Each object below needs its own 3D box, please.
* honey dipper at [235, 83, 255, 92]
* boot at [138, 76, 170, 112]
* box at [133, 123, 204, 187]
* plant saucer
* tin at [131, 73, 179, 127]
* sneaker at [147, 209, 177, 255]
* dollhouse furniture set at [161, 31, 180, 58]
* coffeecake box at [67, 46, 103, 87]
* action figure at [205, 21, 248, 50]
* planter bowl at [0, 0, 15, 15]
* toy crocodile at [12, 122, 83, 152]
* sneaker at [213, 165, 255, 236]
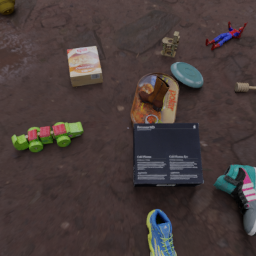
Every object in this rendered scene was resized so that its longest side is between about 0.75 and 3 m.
[{"bbox_3d":[5.253,-1.557,11.139,1.941,0.369,0.369,4,56,-2],"label":"honey dipper"},{"bbox_3d":[0.878,-1.309,9.841,0.410,1.197,1.127,-25,57,-28],"label":"boot"},{"bbox_3d":[1.178,0.863,8.745,2.032,1.058,1.850,0,73,0],"label":"box"},{"bbox_3d":[2.419,-2.189,11.253,1.487,0.204,1.487,16,44,-16],"label":"plant saucer"},{"bbox_3d":[1.036,-0.885,10.531,1.621,0.606,2.894,8,56,10],"label":"tin"},{"bbox_3d":[0.907,3.078,7.549,0.711,0.986,1.877,-12,56,-8],"label":"sneaker"},{"bbox_3d":[1.878,-3.900,12.200,0.651,1.170,1.035,14,57,10],"label":"dollhouse furniture set"},{"bbox_3d":[-1.797,-2.582,11.645,1.258,0.599,1.639,-10,56,-7],"label":"coffeecake box"},{"bbox_3d":[4.554,-4.347,12.654,2.052,1.016,0.670,-26,60,-20],"label":"action figure"},{"bbox_3d":[-6.045,-5.975,13.867,1.209,1.209,0.504,-27,96,-17],"label":"planter bowl"},{"bbox_3d":[-2.735,0.235,9.645,2.372,0.732,0.801,-12,57,-9],"label":"toy crocodile"},{"bbox_3d":[3.225,1.959,8.325,1.334,0.924,2.209,16,49,5],"label":"sneaker"}]
